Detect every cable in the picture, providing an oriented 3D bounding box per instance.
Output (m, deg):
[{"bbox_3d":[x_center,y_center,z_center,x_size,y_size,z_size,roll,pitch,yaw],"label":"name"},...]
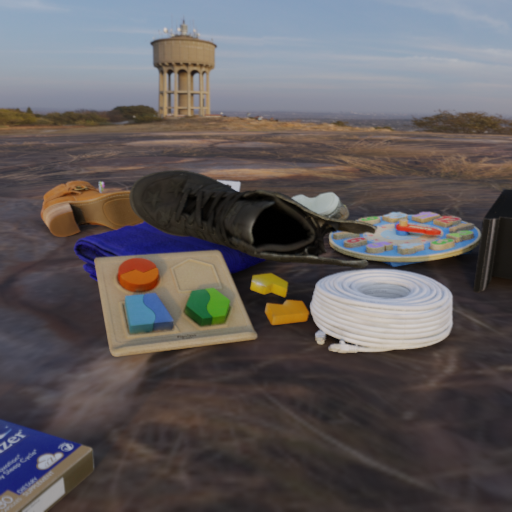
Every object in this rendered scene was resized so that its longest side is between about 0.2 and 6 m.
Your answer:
[{"bbox_3d":[1.644,0.652,7.451,1.842,0.638,1.843,0,16,0],"label":"cable"}]

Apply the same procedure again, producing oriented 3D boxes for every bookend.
[{"bbox_3d":[5.253,-0.158,9.200,2.712,1.249,2.695,10,20,27],"label":"bookend"}]

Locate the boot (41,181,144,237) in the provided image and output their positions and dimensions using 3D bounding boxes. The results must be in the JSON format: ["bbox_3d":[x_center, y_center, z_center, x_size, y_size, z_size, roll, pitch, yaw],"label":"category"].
[{"bbox_3d":[-3.776,-1.247,13.342,2.587,0.992,2.009,-19,31,-15],"label":"boot"}]

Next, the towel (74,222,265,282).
[{"bbox_3d":[-1.217,-0.038,9.873,2.350,0.788,3.182,18,23,29],"label":"towel"}]

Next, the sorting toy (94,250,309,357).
[{"bbox_3d":[-0.725,0.463,7.589,2.657,0.356,1.980,-4,37,-21],"label":"sorting toy"}]

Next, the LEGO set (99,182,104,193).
[{"bbox_3d":[-4.489,-1.569,14.899,0.995,0.805,2.162,-13,21,-35],"label":"LEGO set"}]

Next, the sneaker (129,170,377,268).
[{"bbox_3d":[-0.187,-0.588,8.537,3.683,1.106,1.921,18,-4,-5],"label":"sneaker"}]

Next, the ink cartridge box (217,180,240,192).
[{"bbox_3d":[-0.808,-1.137,12.615,0.687,1.185,0.402,8,-1,27],"label":"ink cartridge box"}]

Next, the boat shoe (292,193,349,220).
[{"bbox_3d":[1.318,-1.033,13.315,0.621,0.742,2.076,34,-19,-30],"label":"boat shoe"}]

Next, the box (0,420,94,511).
[{"bbox_3d":[-2.269,1.708,4.517,1.611,0.261,0.976,6,17,23],"label":"box"}]

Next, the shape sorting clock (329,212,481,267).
[{"bbox_3d":[2.955,-0.448,11.321,2.958,0.580,2.958,-2,16,0],"label":"shape sorting clock"}]
